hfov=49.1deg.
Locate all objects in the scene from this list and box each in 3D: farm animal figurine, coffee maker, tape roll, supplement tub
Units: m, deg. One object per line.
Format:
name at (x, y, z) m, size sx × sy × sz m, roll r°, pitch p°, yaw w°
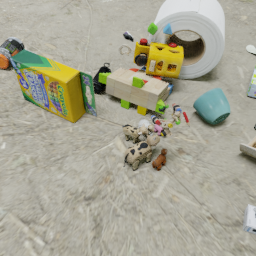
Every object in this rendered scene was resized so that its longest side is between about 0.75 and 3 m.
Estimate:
farm animal figurine at (0.558, 0.345, 8.868) m, size 1.508 × 0.939 × 1.867 m, roll 0°, pitch 47°, yaw 0°
coffee maker at (-1.087, -1.955, 11.030) m, size 0.646 × 0.921 × 0.959 m, roll 11°, pitch 48°, yaw 14°
tape roll at (2.388, -3.720, 11.322) m, size 2.923 × 2.923 × 2.007 m, roll 10°, pitch 49°, yaw 10°
supplement tub at (-5.250, -3.294, 12.316) m, size 0.872 × 0.872 × 1.424 m, roll 10°, pitch 48°, yaw 9°

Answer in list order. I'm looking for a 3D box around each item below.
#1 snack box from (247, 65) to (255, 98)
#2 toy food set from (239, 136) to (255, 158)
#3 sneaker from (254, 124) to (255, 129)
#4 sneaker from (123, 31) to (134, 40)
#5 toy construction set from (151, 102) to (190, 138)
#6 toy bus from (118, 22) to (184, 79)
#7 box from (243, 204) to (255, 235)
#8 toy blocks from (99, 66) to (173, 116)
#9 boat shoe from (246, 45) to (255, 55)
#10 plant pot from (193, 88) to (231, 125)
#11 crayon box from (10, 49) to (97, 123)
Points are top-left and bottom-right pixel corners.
snack box at (6.130, -1.650, 10.911) m, size 2.543 × 0.674 × 1.808 m, roll 19°, pitch 50°, yaw 17°
toy food set at (5.029, 0.303, 8.665) m, size 2.756 × 0.832 × 1.977 m, roll -34°, pitch 44°, yaw -31°
sneaker at (4.684, -0.199, 9.831) m, size 0.303 × 0.288 × 0.764 m, roll 29°, pitch 54°, yaw 22°
sneaker at (0.009, -4.509, 13.920) m, size 0.329 × 0.284 × 0.751 m, roll -32°, pitch 51°, yaw -5°
toy construction set at (1.216, -0.122, 7.446) m, size 0.860 × 0.792 × 1.031 m, roll -43°, pitch 31°, yaw -24°
toy bus at (0.992, -2.554, 10.474) m, size 2.207 × 2.083 × 1.141 m, roll -29°, pitch 32°, yaw 28°
box at (3.625, 2.503, 7.269) m, size 1.120 × 0.337 × 0.653 m, roll 14°, pitch 49°, yaw 14°
toy blocks at (0.525, -1.681, 10.715) m, size 2.732 × 1.365 × 1.867 m, roll 22°, pitch 40°, yaw 18°
boat shoe at (5.896, -3.592, 13.072) m, size 0.273 × 0.322 × 0.884 m, roll 22°, pitch 21°, yaw -43°
plant pot at (3.000, -0.682, 9.765) m, size 1.147 × 1.147 × 0.921 m, roll -19°, pitch 65°, yaw -17°
crayon box at (-2.580, -1.390, 9.842) m, size 2.995 × 1.883 × 0.773 m, roll 24°, pitch 51°, yaw 21°
